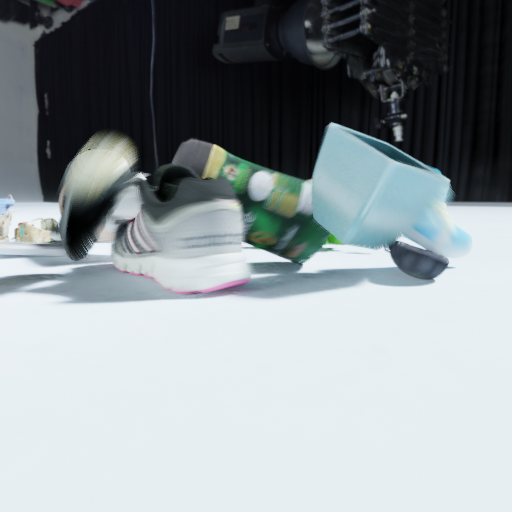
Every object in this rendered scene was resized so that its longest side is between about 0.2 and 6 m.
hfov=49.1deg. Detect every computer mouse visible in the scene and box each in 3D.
[{"bbox_3d":[1.808,0.067,6.289,0.843,0.321,1.217,20,7,5],"label":"computer mouse"}]

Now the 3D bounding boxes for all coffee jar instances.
[{"bbox_3d":[-0.125,-0.661,7.011,2.070,0.883,1.079,19,-26,-10],"label":"coffee jar"}]

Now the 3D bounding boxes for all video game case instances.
[{"bbox_3d":[-3.376,-0.103,8.347,1.023,0.118,0.932,2,5,-25],"label":"video game case"}]

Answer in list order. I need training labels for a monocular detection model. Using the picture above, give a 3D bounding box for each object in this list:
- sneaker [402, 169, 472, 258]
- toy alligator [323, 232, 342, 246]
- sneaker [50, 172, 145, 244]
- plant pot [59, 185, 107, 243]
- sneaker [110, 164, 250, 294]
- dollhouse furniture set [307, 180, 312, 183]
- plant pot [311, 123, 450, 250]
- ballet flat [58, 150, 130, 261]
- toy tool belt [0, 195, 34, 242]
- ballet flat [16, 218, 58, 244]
[{"bbox_3d":[2.205,-0.544,6.779,1.351,0.882,0.537,22,40,-9],"label":"sneaker"},{"bbox_3d":[1.138,-0.439,9.333,2.564,0.760,0.696,2,-35,21],"label":"toy alligator"},{"bbox_3d":[-2.195,-0.448,8.232,2.222,0.889,0.819,-14,40,40],"label":"sneaker"},{"bbox_3d":[-3.149,-0.874,10.754,1.347,1.347,1.333,-3,-1,-25],"label":"plant pot"},{"bbox_3d":[-0.920,-0.385,6.223,1.040,1.233,2.820,-3,8,-27],"label":"sneaker"},{"bbox_3d":[0.744,-0.743,11.820,1.773,1.154,1.629,-21,-6,31],"label":"dollhouse furniture set"},{"bbox_3d":[1.235,-0.683,6.234,1.051,1.074,1.054,7,28,-40],"label":"plant pot"},{"bbox_3d":[-1.684,-0.511,5.820,0.637,0.545,1.917,3,-23,-22],"label":"ballet flat"},{"bbox_3d":[-4.723,-0.740,9.800,1.806,1.110,1.128,-6,9,-42],"label":"toy tool belt"},{"bbox_3d":[-3.745,-0.443,10.015,0.517,0.479,1.466,1,7,8],"label":"ballet flat"}]
